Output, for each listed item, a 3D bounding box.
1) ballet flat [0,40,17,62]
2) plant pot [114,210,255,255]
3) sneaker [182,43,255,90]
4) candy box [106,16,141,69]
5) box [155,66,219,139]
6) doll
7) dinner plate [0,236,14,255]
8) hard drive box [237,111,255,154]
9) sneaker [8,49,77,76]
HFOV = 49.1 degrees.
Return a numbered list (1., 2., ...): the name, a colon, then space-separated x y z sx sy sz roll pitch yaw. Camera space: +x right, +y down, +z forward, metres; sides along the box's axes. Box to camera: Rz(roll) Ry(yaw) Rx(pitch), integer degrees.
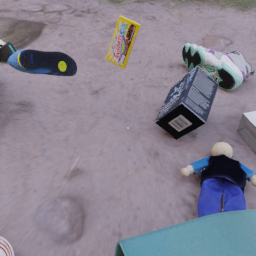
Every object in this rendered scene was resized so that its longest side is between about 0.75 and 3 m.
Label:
1. ballet flat: -5.623 -3.277 11.117 2.619 0.896 0.890 9 48 11
2. plant pot: 1.523 2.542 3.972 2.995 2.117 2.115 -11 43 -24
3. sneaker: 3.366 -2.445 10.251 1.811 1.007 2.589 -28 58 -29
4. candy box: -0.130 -1.930 6.349 0.533 1.043 0.138 32 29 19
5. box: 1.639 -0.694 7.749 0.863 1.197 1.612 38 52 -11
6. doll: 2.065 1.235 6.360 1.757 0.624 2.575 10 43 15
7. dinner plate: -2.599 2.597 5.026 1.276 0.155 1.276 -9 53 12
8. hard drive box: 4.188 0.127 7.506 1.865 0.716 1.454 -10 43 -11
9. sneaker: -1.863 -1.431 6.227 0.616 0.518 1.570 3 5 41
